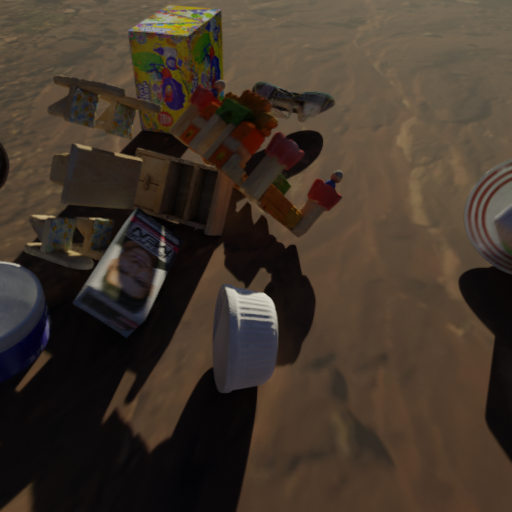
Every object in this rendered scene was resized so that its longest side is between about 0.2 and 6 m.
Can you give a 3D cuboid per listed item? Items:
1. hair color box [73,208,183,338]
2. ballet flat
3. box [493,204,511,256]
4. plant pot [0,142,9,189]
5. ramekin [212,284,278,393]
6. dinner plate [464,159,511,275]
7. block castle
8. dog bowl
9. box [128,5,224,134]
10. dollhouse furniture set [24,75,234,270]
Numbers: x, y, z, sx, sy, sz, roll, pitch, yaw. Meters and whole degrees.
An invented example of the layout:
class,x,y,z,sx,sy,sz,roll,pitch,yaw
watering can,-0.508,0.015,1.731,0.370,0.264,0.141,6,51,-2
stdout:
class,x,y,z,sx,sy,sz,roll,pitch,yaw
hair color box,-1.829,0.200,8.279,0.906,0.555,1.829,36,39,-16
ballet flat,0.861,-3.410,12.807,2.047,0.736,0.736,5,36,-20
box,4.900,-0.331,8.001,1.841,1.009,2.087,-41,42,3
plant pot,-5.664,-2.009,10.780,1.568,1.568,1.552,-17,34,-20
ramekin,-0.154,1.032,7.065,0.626,1.345,1.345,2,38,-13
dinner plate,4.665,-0.648,9.168,2.366,0.287,2.366,-11,60,20
block castle,-0.005,-1.804,9.769,1.390,1.979,2.962,-50,48,2
dog bowl,-3.783,0.913,7.628,1.815,0.715,1.815,0,38,0
box,-1.738,-4.284,12.900,1.375,2.253,2.170,11,40,13
dollhouse furniture set,-1.784,-1.096,8.759,1.807,2.551,2.777,16,8,21
